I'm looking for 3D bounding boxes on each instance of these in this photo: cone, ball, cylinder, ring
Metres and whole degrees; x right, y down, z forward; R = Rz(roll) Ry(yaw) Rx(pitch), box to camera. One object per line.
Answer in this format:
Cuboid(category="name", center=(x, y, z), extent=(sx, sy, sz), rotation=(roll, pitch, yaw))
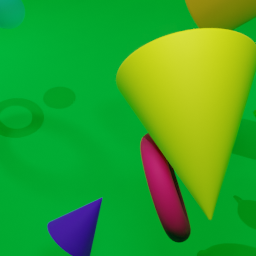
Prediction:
Cuboid(category="cone", center=(0.719, 0.132, 2.943), extent=(1.588, 1.588, 1.594), rotation=(-4, 69, -3))
Cuboid(category="ball", center=(-3.119, -3.013, 7.139), extent=(0.930, 0.930, 0.930), rotation=(0, 50, 0))
Cuboid(category="cone", center=(-0.677, 1.452, 4.481), extent=(0.850, 0.850, 0.853), rotation=(37, 86, 26))
Cuboid(category="cylinder", center=(2.000, -2.649, 5.480), extent=(1.328, 1.328, 1.328), rotation=(-24, 37, 40))
Cuboid(category="ring", center=(0.491, 0.745, 3.669), extent=(0.287, 1.435, 1.435), rotation=(-18, 50, 8))

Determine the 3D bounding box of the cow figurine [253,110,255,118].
Cuboid(category="cow figurine", center=(1.911, 0.288, 2.725), extent=(0.923, 1.681, 1.655), rotation=(0, 75, 1))
